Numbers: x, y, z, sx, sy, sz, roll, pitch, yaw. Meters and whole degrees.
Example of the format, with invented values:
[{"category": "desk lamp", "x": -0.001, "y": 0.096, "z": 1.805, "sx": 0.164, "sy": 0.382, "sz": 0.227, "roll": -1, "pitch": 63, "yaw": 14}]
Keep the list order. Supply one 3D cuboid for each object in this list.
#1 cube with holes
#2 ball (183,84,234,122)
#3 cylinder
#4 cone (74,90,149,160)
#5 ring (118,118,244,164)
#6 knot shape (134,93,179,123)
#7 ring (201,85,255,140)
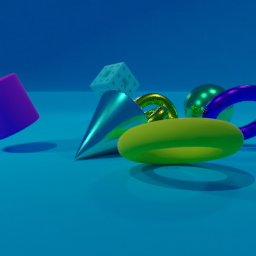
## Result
[{"category": "cube with holes", "x": -0.520, "y": -1.726, "z": 11.271, "sx": 1.185, "sy": 1.185, "sz": 1.185, "roll": 2, "pitch": 51, "yaw": 47}, {"category": "ball", "x": 2.184, "y": -0.530, "z": 7.633, "sx": 1.337, "sy": 1.337, "sz": 1.337, "roll": 0, "pitch": 8, "yaw": 0}, {"category": "cylinder", "x": -2.419, "y": -0.413, "z": 5.491, "sx": 0.991, "sy": 0.991, "sz": 0.991, "roll": -23, "pitch": 18, "yaw": 8}, {"category": "cone", "x": -0.490, "y": 0.188, "z": 5.123, "sx": 1.312, "sy": 1.312, "sz": 1.317, "roll": 8, "pitch": 38, "yaw": 46}, {"category": "ring", "x": 0.698, "y": 0.234, "z": 3.876, "sx": 1.685, "sy": 0.337, "sz": 1.685, "roll": -1, "pitch": -16, "yaw": 0}, {"category": "knot shape", "x": 0.454, "y": -0.292, "z": 6.800, "sx": 1.841, "sy": 0.909, "sz": 1.967, "roll": -5, "pitch": 25, "yaw": -30}, {"category": "ring", "x": 2.199, "y": -0.241, "z": 5.540, "sx": 1.489, "sy": 1.489, "sz": 0.298, "roll": 0, "pitch": 48, "yaw": -2}]
